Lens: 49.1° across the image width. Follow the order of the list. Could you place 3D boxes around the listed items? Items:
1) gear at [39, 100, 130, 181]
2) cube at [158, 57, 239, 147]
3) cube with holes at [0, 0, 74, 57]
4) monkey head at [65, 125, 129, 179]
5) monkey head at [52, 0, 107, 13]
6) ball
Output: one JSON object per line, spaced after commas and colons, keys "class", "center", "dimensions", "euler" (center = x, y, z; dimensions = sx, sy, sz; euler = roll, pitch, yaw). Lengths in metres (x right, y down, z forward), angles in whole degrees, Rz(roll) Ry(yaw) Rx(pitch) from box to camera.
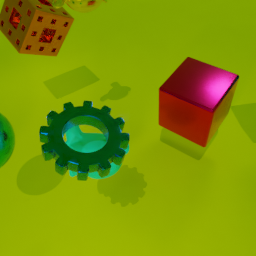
{"class": "gear", "center": [-0.583, 0.133, 3.822], "dimensions": [1.176, 0.218, 1.176], "euler": [7, 51, -9]}
{"class": "cube", "center": [1.667, -0.642, 6.858], "dimensions": [1.364, 1.364, 1.364], "euler": [28, 60, 25]}
{"class": "cube with holes", "center": [-2.628, -2.998, 7.941], "dimensions": [1.303, 1.303, 1.303], "euler": [48, 32, 19]}
{"class": "monkey head", "center": [-0.624, 0.338, 5.120], "dimensions": [1.012, 1.679, 1.208], "euler": [-9, 80, -23]}
{"class": "monkey head", "center": [-1.046, -3.070, 6.135], "dimensions": [1.424, 0.858, 1.025], "euler": [-25, 68, -35]}
{"class": "ball", "center": [-2.720, 0.228, 5.034], "dimensions": [1.291, 1.291, 1.291], "euler": [0, 43, 0]}
